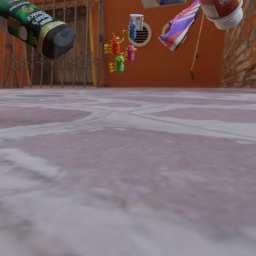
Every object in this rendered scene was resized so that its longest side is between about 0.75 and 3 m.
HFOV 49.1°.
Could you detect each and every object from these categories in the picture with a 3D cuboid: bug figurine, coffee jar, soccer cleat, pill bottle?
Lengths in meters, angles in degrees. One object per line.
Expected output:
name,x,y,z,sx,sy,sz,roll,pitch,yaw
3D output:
bug figurine,-0.127,-2.763,9.623,0.496,1.494,1.927,17,45,19
coffee jar,-2.702,-2.942,8.270,2.211,0.943,1.153,32,44,7
soccer cleat,2.009,-3.976,10.450,0.823,2.249,0.767,33,-8,-3
pill bottle,2.112,-3.077,6.498,0.898,0.898,1.600,8,-19,40

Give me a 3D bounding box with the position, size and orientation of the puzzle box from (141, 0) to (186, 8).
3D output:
puzzle box,0.974,-4.246,8.324,1.412,0.270,2.123,-2,-4,13

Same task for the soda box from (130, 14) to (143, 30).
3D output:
soda box,0.326,-4.085,10.786,0.490,0.524,1.539,4,23,1
